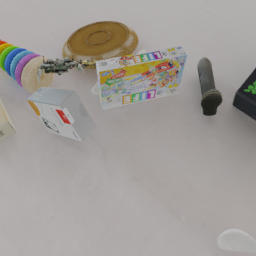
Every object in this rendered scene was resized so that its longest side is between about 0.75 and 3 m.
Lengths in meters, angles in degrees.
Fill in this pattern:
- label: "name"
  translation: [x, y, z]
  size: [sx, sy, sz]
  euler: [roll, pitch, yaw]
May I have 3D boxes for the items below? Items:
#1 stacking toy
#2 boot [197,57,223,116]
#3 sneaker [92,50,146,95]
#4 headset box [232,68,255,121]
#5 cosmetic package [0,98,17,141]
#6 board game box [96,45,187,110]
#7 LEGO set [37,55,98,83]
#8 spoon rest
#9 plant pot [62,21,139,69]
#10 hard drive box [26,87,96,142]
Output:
- label: "stacking toy"
  translation: [-3.488, -2.094, 8.373]
  size: [2.641, 1.127, 1.127]
  euler: [32, 67, 19]
- label: "boot"
  translation: [2.229, -1.271, 7.741]
  size: [0.568, 1.422, 1.564]
  euler: [3, 71, 7]
- label: "sneaker"
  translation: [-0.079, -1.430, 8.255]
  size: [2.032, 0.765, 0.899]
  euler: [-35, 95, -9]
- label: "headset box"
  translation: [4.461, -1.024, 7.234]
  size: [2.421, 1.290, 2.780]
  euler: [40, 91, 19]
- label: "cosmetic package"
  translation: [-3.994, -0.552, 7.689]
  size: [1.042, 0.736, 2.013]
  euler: [-29, 68, -15]
- label: "board game box"
  translation: [0.342, -1.327, 7.599]
  size: [2.301, 1.547, 0.394]
  euler: [-13, 58, -9]
- label: "LEGO set"
  translation: [-1.498, -1.566, 6.741]
  size: [1.195, 0.521, 1.839]
  euler: [3, 25, 13]
- label: "spoon rest"
  translation: [2.663, 2.489, 6.121]
  size: [1.423, 0.707, 0.431]
  euler: [0, 37, -3]
- label: "plant pot"
  translation: [-0.897, -2.686, 8.665]
  size: [2.438, 0.335, 2.438]
  euler: [-6, 47, 6]
- label: "hard drive box"
  translation: [-1.679, -0.375, 7.038]
  size: [1.492, 1.163, 0.573]
  euler: [11, 49, 42]
